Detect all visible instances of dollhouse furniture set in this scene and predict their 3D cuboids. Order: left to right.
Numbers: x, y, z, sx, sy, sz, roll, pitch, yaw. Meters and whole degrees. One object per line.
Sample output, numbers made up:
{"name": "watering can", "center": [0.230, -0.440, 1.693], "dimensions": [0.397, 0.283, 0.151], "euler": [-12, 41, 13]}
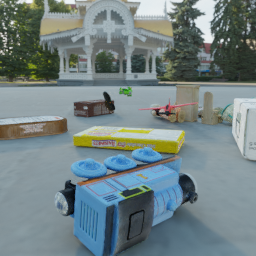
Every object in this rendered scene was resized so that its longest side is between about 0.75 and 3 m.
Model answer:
{"name": "dollhouse furniture set", "center": [3.283, -1.082, 11.437], "dimensions": [2.816, 1.375, 2.401], "euler": [-9, 14, -39]}

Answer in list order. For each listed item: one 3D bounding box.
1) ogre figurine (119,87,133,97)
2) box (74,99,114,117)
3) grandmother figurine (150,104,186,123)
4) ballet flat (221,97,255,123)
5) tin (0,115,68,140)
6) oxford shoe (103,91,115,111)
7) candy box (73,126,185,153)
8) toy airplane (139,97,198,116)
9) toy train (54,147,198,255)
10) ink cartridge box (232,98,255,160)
{"name": "ogre figurine", "center": [-0.088, -1.671, 12.855], "dimensions": [0.564, 0.462, 0.941], "euler": [6, -4, 3]}
{"name": "box", "center": [-1.484, -0.905, 12.527], "dimensions": [0.881, 0.660, 1.760], "euler": [8, 12, 37]}
{"name": "grandmother figurine", "center": [1.485, -0.634, 11.190], "dimensions": [1.254, 0.626, 2.069], "euler": [12, 7, -25]}
{"name": "ballet flat", "center": [4.451, -0.509, 10.411], "dimensions": [2.835, 0.956, 0.884], "euler": [-15, 45, -42]}
{"name": "tin", "center": [-3.027, -0.051, 8.435], "dimensions": [2.449, 0.513, 1.371], "euler": [-6, 16, -32]}
{"name": "oxford shoe", "center": [-0.805, -1.010, 10.756], "dimensions": [0.339, 0.803, 0.292], "euler": [-14, 14, 41]}
{"name": "candy box", "center": [0.067, 0.252, 7.033], "dimensions": [2.561, 0.338, 1.309], "euler": [3, 13, 18]}
{"name": "toy airplane", "center": [1.408, -0.719, 9.912], "dimensions": [2.056, 0.378, 2.056], "euler": [-9, 16, 2]}
{"name": "toy train", "center": [0.074, 0.765, 3.306], "dimensions": [1.783, 0.773, 1.019], "euler": [-7, 21, -42]}
{"name": "ink cartridge box", "center": [3.586, -0.060, 6.590], "dimensions": [1.913, 1.104, 2.629], "euler": [3, 11, 15]}
